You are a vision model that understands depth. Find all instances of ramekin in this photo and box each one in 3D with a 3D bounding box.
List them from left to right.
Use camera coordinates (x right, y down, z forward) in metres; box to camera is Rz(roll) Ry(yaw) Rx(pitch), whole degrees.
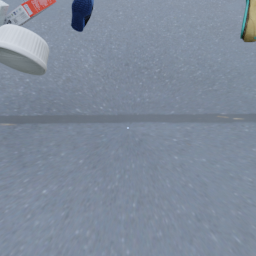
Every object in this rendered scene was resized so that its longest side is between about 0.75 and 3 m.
[{"bbox_3d":[-2.100,-1.533,5.504,1.169,1.169,0.545,13,79,14],"label":"ramekin"}]

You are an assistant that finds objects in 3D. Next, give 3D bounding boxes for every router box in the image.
[{"bbox_3d":[-2.421,-2.610,6.472,1.247,0.305,1.119,-15,31,33],"label":"router box"}]

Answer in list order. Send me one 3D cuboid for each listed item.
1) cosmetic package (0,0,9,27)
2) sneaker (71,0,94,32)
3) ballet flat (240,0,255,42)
[{"bbox_3d":[-3.341,-2.450,5.888,1.370,1.033,0.354,29,24,-7],"label":"cosmetic package"},{"bbox_3d":[-1.081,-2.921,6.760,0.482,1.375,0.535,22,70,-15],"label":"sneaker"},{"bbox_3d":[3.067,-2.972,6.496,0.759,0.826,2.407,5,69,18],"label":"ballet flat"}]
